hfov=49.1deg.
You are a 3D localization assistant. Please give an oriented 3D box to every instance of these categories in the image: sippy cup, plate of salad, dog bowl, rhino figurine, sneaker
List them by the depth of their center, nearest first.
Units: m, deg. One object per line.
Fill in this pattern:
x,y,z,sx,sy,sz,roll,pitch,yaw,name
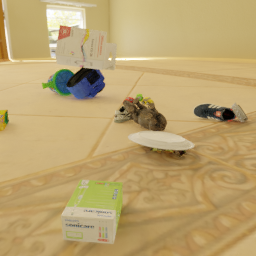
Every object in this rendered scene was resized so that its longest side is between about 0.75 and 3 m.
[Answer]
1.081,0.516,9.338,2.211,0.531,2.211,7,10,-1,plate of salad
0.559,-0.564,11.627,0.848,1.241,2.838,-48,34,-8,rhino figurine
4.952,-0.690,12.455,0.286,0.975,0.975,-35,3,27,dog bowl
3.932,-0.694,12.613,1.939,0.727,0.820,3,14,10,sneaker
-0.066,-0.715,12.821,0.560,0.669,1.511,10,20,32,sneaker
-4.385,-2.938,18.213,2.195,1.724,1.609,26,-12,-38,sippy cup

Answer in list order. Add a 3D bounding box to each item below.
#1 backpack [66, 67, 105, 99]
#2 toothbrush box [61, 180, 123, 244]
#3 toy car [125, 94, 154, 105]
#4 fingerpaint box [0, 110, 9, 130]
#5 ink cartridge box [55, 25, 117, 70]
-2.543,-2.645,16.994,2.066,1.733,1.678,-42,26,-15,backpack
-0.673,1.661,5.777,0.989,0.585,1.359,2,18,5,toothbrush box
0.625,-1.703,16.165,1.769,0.395,1.665,2,19,4,toy car
-5.899,-0.287,11.625,1.577,0.579,1.316,-5,18,-13,fingerpaint box
-1.299,-2.571,9.073,1.911,1.113,0.645,5,-17,-8,ink cartridge box
